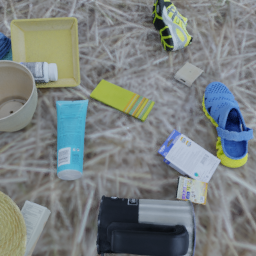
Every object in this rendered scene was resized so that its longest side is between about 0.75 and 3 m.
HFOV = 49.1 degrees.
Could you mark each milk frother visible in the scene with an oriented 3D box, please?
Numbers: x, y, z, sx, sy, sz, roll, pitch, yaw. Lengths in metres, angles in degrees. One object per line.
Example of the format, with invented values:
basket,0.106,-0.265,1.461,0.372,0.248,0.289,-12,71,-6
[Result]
milk frother,0.382,3.041,6.773,2.282,2.190,2.426,3,104,2

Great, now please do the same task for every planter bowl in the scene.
planter bowl,-3.844,-0.789,8.788,2.213,1.489,2.213,0,61,-1

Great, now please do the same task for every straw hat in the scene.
straw hat,-3.779,2.787,6.900,2.811,1.190,2.811,1,73,-4

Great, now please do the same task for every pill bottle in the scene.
pill bottle,-3.083,-1.909,9.613,1.227,0.698,0.698,-2,61,-6

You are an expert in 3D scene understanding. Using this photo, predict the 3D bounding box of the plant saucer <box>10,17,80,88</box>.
plant saucer,-2.806,-2.572,9.800,2.318,0.561,2.317,-1,95,3

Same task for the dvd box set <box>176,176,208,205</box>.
dvd box set,1.773,1.734,7.772,0.855,0.126,0.626,14,71,-8

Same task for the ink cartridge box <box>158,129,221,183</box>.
ink cartridge box,1.799,0.902,8.396,1.683,0.353,1.004,36,67,7

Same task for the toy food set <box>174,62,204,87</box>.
toy food set,2.220,-1.942,10.156,0.688,0.290,0.959,35,58,18

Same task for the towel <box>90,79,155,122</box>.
towel,-0.195,-0.968,9.658,2.130,0.192,0.916,25,59,14

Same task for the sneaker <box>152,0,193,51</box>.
sneaker,1.695,-4.219,11.069,1.058,1.044,2.769,-8,71,-13

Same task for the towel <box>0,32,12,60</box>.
towel,-5.812,-3.154,10.473,2.803,0.680,1.565,23,67,17

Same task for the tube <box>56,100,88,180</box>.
tube,-1.784,0.204,8.751,1.078,0.702,2.785,0,57,-7

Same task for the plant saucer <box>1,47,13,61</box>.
plant saucer,-4.473,-2.178,10.272,1.015,0.275,2.903,19,64,11

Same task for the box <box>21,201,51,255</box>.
box,-2.661,2.712,7.382,0.657,0.538,1.384,17,62,9

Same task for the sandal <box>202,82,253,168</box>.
sandal,3.141,-0.335,8.682,1.160,1.271,2.919,-9,60,-3
